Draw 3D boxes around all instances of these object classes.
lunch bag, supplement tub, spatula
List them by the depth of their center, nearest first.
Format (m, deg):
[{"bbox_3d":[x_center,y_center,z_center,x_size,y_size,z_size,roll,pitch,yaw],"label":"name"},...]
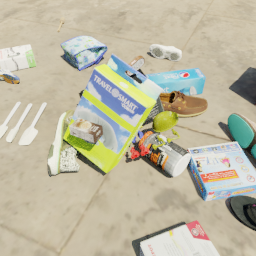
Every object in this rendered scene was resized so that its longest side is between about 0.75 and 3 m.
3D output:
[{"bbox_3d":[1.128,0.782,8.903,0.929,0.929,1.517,-34,52,-31],"label":"supplement tub"},{"bbox_3d":[-4.004,-0.237,10.573,1.600,0.185,2.302,1,42,9],"label":"spatula"},{"bbox_3d":[-2.090,-3.773,13.602,1.769,1.127,1.504,-35,53,-19],"label":"lunch bag"}]

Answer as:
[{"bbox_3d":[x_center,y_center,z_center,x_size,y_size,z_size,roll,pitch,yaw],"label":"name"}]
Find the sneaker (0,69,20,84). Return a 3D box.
[{"bbox_3d":[-5.375,-2.394,12.574,1.381,0.520,0.609,16,46,16],"label":"sneaker"}]

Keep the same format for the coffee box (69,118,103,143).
[{"bbox_3d":[-1.145,0.060,7.711,0.803,0.320,0.459,18,43,20],"label":"coffee box"}]

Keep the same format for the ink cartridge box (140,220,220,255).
[{"bbox_3d":[1.209,3.082,6.642,1.607,0.665,1.171,-15,45,-15],"label":"ink cartridge box"}]

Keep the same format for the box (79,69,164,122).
[{"bbox_3d":[-0.291,-0.943,10.095,2.464,1.061,2.018,-28,47,1],"label":"box"}]

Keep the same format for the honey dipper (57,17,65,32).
[{"bbox_3d":[-4.019,-6.180,16.780,0.301,0.301,1.584,0,45,0],"label":"honey dipper"}]

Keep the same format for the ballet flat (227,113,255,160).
[{"bbox_3d":[4.351,0.528,9.356,0.909,0.921,2.704,0,46,-27],"label":"ballet flat"}]

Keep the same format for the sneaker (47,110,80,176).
[{"bbox_3d":[-1.856,0.493,9.343,1.163,1.010,2.625,9,50,-5],"label":"sneaker"}]

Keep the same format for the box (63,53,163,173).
[{"bbox_3d":[-0.537,-0.325,7.977,1.829,2.999,0.715,37,33,10],"label":"box"}]

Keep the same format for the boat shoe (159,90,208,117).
[{"bbox_3d":[1.899,-0.981,10.838,2.458,0.830,0.885,1,43,1],"label":"boat shoe"}]

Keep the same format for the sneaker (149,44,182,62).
[{"bbox_3d":[1.915,-3.854,14.133,1.683,0.656,0.836,20,40,8],"label":"sneaker"}]

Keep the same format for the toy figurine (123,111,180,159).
[{"bbox_3d":[0.123,-0.101,8.595,2.583,1.548,1.363,-24,35,20],"label":"toy figurine"}]

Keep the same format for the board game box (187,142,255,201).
[{"bbox_3d":[2.903,1.288,8.682,1.745,0.488,1.709,-7,44,-7],"label":"board game box"}]

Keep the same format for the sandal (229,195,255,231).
[{"bbox_3d":[3.839,2.502,7.323,0.910,0.579,2.421,-32,52,-29],"label":"sandal"}]

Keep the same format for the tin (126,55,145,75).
[{"bbox_3d":[0.229,-2.075,9.312,0.795,0.445,0.166,-41,58,-1],"label":"tin"}]

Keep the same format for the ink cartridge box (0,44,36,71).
[{"bbox_3d":[-5.360,-3.352,13.473,1.591,0.668,1.158,-16,46,-16],"label":"ink cartridge box"}]

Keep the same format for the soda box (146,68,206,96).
[{"bbox_3d":[1.877,-1.815,11.703,2.522,0.855,0.809,-9,44,-9],"label":"soda box"}]
